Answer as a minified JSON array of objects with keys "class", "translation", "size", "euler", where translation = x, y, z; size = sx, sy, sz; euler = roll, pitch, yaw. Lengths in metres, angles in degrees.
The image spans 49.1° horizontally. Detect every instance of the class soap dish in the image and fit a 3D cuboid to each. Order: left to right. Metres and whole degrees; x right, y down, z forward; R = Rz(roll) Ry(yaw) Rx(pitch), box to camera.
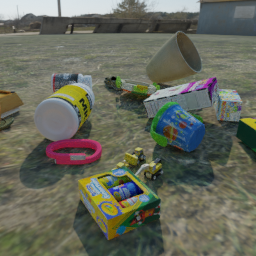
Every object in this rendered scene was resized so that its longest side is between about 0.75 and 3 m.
[{"class":"soap dish","translation":[-6.119,-1.006,12.301],"size":[1.839,0.949,2.337],"euler":[10,25,21]}]

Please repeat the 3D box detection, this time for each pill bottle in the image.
[{"class":"pill bottle","translation":[-2.310,-0.761,10.922],"size":[1.618,1.618,2.831],"euler":[4,24,8]},{"class":"pill bottle","translation":[-2.998,-2.335,15.059],"size":[2.042,1.163,1.163],"euler":[0,24,-1]}]

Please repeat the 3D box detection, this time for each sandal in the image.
[{"class":"sandal","translation":[-5.367,-0.185,11.032],"size":[1.670,0.476,0.663],"euler":[-12,26,-24]}]

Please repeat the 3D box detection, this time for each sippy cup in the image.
[{"class":"sippy cup","translation":[1.776,0.046,9.530],"size":[1.417,1.518,1.933],"euler":[33,77,34]}]

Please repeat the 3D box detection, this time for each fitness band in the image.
[{"class":"fitness band","translation":[-1.758,0.750,9.170],"size":[1.795,0.336,1.289],"euler":[2,21,1]}]

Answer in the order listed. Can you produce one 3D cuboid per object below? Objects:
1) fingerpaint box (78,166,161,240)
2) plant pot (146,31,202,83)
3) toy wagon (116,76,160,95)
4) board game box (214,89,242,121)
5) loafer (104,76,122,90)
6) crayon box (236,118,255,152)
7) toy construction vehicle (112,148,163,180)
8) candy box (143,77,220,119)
[{"class":"fingerpaint box","translation":[-0.248,1.673,6.689],"size":[1.373,0.603,1.645],"euler":[-13,27,-27]},{"class":"plant pot","translation":[2.498,-3.844,16.614],"size":[2.773,2.597,2.597],"euler":[-25,5,38]},{"class":"toy wagon","translation":[0.510,-2.161,14.723],"size":[2.241,0.571,2.888],"euler":[8,16,-7]},{"class":"board game box","translation":[4.407,-1.043,12.431],"size":[0.898,0.915,1.744],"euler":[5,25,11]},{"class":"loafer","translation":[-0.814,-2.785,16.673],"size":[0.708,0.656,1.884],"euler":[-16,28,-31]},{"class":"crayon box","translation":[5.549,0.396,9.294],"size":[2.810,0.819,2.425],"euler":[-4,26,-11]},{"class":"toy construction vehicle","translation":[0.284,1.048,8.197],"size":[1.285,0.520,1.476],"euler":[20,31,38]},{"class":"candy box","translation":[2.320,-1.294,12.042],"size":[2.812,0.858,1.917],"euler":[-9,17,30]}]
